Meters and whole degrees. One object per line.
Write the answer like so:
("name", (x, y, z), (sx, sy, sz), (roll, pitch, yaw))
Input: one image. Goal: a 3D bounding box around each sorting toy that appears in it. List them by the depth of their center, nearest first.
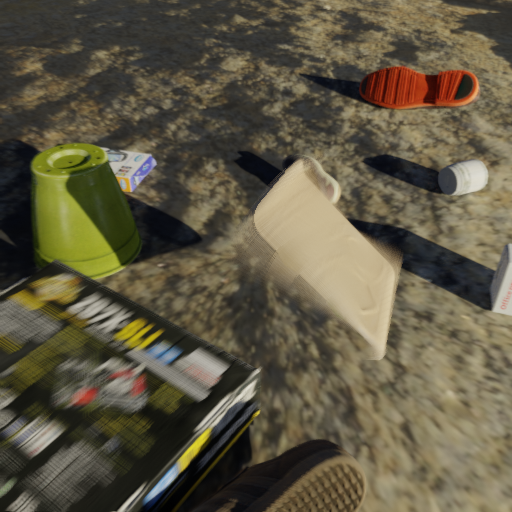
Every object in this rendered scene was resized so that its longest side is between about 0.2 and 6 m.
("sorting toy", (0.859, -0.014, 6.583), (2.107, 0.384, 1.951), (49, 28, -8))

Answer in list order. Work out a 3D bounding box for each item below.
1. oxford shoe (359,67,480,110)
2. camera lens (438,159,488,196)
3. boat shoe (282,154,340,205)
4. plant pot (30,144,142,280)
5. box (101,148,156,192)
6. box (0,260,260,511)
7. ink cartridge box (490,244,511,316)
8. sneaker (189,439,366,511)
("oxford shoe", (4.384, -4.383, 15.174), (3.188, 1.135, 1.156), (15, 5, 30))
("camera lens", (4.272, -1.613, 11.538), (0.819, 0.655, 0.655), (-14, 39, -18))
("boat shoe", (1.034, -1.636, 11.520), (0.561, 0.623, 1.733), (7, 32, -42))
("plant pot", (-3.032, -0.863, 9.580), (1.890, 1.820, 1.890), (-1, 37, 0))
("box", (-3.164, -1.893, 12.158), (1.922, 0.399, 1.144), (11, 38, 10))
("box", (-2.372, 1.768, 6.832), (3.854, 0.951, 3.078), (23, 41, 27))
("ink cartridge box", (4.376, 0.470, 8.476), (1.386, 1.007, 0.578), (11, 38, 14))
("sneaker", (-0.182, 2.784, 5.669), (2.727, 0.960, 1.030), (-24, 3, -11))
